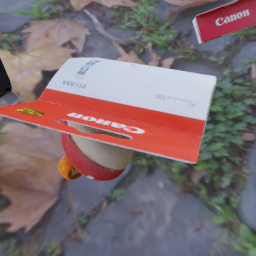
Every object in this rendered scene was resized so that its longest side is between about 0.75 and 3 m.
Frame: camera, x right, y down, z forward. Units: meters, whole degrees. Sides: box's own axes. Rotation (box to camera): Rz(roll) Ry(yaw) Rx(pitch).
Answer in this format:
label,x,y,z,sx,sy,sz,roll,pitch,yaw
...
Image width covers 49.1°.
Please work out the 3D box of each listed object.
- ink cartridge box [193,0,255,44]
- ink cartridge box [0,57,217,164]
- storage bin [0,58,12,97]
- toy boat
label,x,y,z,sx,sy,sz,roll,pitch,yaw
ink cartridge box,1.983,-2.123,5.471,1.291,1.134,0.541,-16,102,15
ink cartridge box,-0.013,-0.528,3.988,2.354,0.695,2.940,13,16,14
storage bin,-3.601,-1.335,5.025,1.257,2.681,1.812,-26,84,8
toy boat,-0.675,0.333,4.334,1.091,1.671,1.092,30,97,-24
